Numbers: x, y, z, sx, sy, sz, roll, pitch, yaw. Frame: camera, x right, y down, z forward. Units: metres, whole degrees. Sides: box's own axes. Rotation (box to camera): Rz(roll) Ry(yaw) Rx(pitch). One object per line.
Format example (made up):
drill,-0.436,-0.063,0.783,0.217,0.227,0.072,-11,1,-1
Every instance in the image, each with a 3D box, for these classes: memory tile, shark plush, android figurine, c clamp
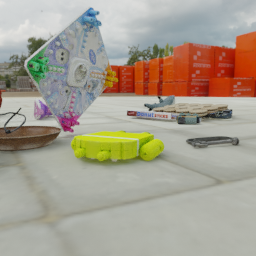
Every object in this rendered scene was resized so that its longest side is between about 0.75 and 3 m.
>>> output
memory tile,2.848,-0.876,13.085,2.295,0.251,2.994,-14,14,-37
shark plush,1.724,-1.317,15.566,2.339,0.974,1.062,-4,9,-27
android figurine,-0.264,0.342,5.722,1.882,0.425,2.068,4,8,22
c clamp,2.063,0.345,6.727,1.437,0.195,1.227,-5,4,-23

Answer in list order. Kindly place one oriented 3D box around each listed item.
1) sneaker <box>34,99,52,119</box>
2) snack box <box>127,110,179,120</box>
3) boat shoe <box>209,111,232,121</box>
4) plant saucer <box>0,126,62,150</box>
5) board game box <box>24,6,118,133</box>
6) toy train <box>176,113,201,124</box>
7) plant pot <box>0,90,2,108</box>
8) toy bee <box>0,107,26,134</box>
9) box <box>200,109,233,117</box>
sneaker,-3.875,-0.872,13.057,0.987,0.898,2.232,5,5,-19
snack box,1.125,-0.566,12.392,2.464,0.300,0.886,7,4,43
boat shoe,4.008,-0.536,12.199,0.434,0.358,1.159,-11,10,-24
plant saucer,-2.600,0.228,6.788,1.959,0.358,1.959,-1,9,0
board game box,-1.309,-1.504,7.728,0.332,2.566,2.566,21,59,27
toy train,2.322,-0.326,10.754,0.974,0.415,0.555,3,21,9
plant pot,-7.475,-1.476,13.624,2.047,2.105,2.105,9,9,8
toy bee,-4.374,-0.620,7.322,2.897,1.575,1.896,-21,46,4
box,4.261,-0.743,13.690,1.486,0.372,1.497,3,9,25
